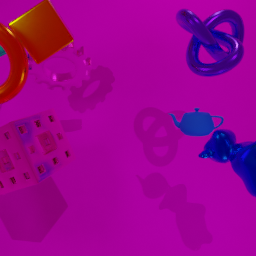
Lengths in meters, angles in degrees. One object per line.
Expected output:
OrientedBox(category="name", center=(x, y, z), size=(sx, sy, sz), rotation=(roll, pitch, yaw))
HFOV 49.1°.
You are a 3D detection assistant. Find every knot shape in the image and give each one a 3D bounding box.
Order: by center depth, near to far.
OrientedBox(category="knot shape", center=(1.670, -1.932, 5.877), size=(1.620, 0.800, 1.731), rotation=(38, 57, 1))

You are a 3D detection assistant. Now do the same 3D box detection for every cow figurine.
OrientedBox(category="cow figurine", center=(2.300, 0.710, 5.575), size=(0.903, 1.618, 1.644), rotation=(0, 66, -43))

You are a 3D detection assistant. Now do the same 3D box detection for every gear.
OrientedBox(category="gear", center=(-1.607, -1.461, 6.604), size=(1.482, 1.482, 0.274), rotation=(-6, 58, -1))

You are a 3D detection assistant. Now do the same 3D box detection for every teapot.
OrientedBox(category="teapot", center=(1.396, -0.141, 5.844), size=(1.150, 0.715, 0.563), rotation=(1, 102, 19))

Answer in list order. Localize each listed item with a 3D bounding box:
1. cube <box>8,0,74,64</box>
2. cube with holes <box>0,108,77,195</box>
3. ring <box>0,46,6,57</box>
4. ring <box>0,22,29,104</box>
OrientedBox(category="cube", center=(-1.491, -1.709, 4.967), size=(0.774, 0.774, 0.774), rotation=(-32, 114, 3))
OrientedBox(category="cube with holes", center=(-2.041, 0.457, 5.659), size=(1.181, 1.181, 1.181), rotation=(-20, 96, 29))
OrientedBox(category="ring", center=(-2.573, -1.629, 5.674), size=(1.351, 1.351, 0.270), rotation=(-28, 111, -6))
OrientedBox(category="ring", center=(-2.329, -1.036, 4.451), size=(1.441, 0.288, 1.441), rotation=(-3, 114, -6))
